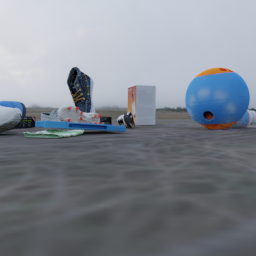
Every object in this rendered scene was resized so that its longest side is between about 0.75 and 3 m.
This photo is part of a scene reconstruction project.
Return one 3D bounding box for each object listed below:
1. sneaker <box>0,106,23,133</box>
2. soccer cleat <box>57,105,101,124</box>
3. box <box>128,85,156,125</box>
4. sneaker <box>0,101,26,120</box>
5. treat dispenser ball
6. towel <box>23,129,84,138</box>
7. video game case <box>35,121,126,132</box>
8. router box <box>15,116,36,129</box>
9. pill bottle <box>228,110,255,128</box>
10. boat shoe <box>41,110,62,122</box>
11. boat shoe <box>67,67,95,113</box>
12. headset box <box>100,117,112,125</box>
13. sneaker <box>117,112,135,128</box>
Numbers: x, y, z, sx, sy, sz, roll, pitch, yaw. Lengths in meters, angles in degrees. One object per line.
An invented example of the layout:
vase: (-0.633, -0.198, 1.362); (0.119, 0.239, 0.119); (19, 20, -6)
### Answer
sneaker: (-4.001, -0.456, 7.146); (2.882, 1.255, 1.074); (2, 2, 17)
soccer cleat: (-1.983, -0.342, 10.872); (0.946, 0.845, 2.440); (-4, -7, 28)
box: (0.720, -1.233, 15.508); (1.132, 2.129, 1.621); (-1, 2, -16)
sneaker: (-4.370, -0.386, 8.390); (2.651, 0.874, 1.039); (-4, -11, 17)
treat dispenser ball: (3.238, -1.071, 10.254); (2.253, 2.253, 2.253); (0, 2, 0)
towel: (-1.659, 0.121, 6.453); (0.927, 0.142, 1.216); (2, 2, 18)
video game case: (-1.339, -0.040, 7.736); (2.133, 0.190, 1.526); (4, -1, -27)
router box: (-4.675, -0.238, 11.257); (1.162, 0.482, 1.551); (1, 2, 21)
pill bottle: (4.521, -0.414, 11.576); (1.502, 0.817, 0.817); (0, 2, -16)
boat shoe: (-3.774, -0.548, 14.393); (2.079, 0.740, 0.725); (1, 15, 35)
boat shoe: (-2.204, -1.415, 12.571); (0.944, 2.668, 1.211); (-18, -30, 24)
headset box: (-1.457, -0.344, 14.109); (0.929, 0.469, 1.250); (-1, 2, -22)
sneaker: (-0.101, -0.254, 11.656); (0.726, 0.669, 1.816); (-13, -3, 2)
